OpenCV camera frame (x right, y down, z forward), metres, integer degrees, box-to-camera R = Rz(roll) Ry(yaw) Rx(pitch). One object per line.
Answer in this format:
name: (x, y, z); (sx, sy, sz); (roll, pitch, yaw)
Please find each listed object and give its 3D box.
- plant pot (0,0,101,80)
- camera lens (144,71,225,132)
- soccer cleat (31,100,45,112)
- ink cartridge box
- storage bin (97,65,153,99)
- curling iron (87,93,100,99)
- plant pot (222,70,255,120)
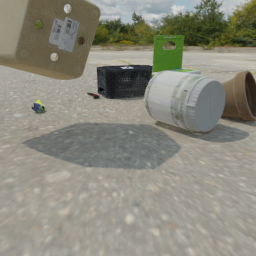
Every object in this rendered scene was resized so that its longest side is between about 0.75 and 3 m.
plant pot: (-2.116, -2.407, 6.658); (2.489, 2.486, 2.204); (8, 16, -45)
camera lens: (1.561, -0.804, 8.077); (1.550, 1.550, 1.938); (-15, 24, -38)
soccer cleat: (-3.182, -0.759, 10.055); (0.444, 0.343, 1.061); (27, 8, -16)
ink cartridge box: (1.812, -2.071, 10.304); (1.878, 2.540, 0.962); (-17, 25, -41)
storage bin: (0.023, -2.164, 12.717); (2.618, 1.227, 1.770); (-7, 20, -22)
curling iron: (-1.544, -1.445, 12.217); (0.305, 0.157, 1.230); (-10, 21, -26)
plant pot: (3.344, -0.942, 9.034); (1.342, 1.539, 1.539); (-10, 8, 40)
